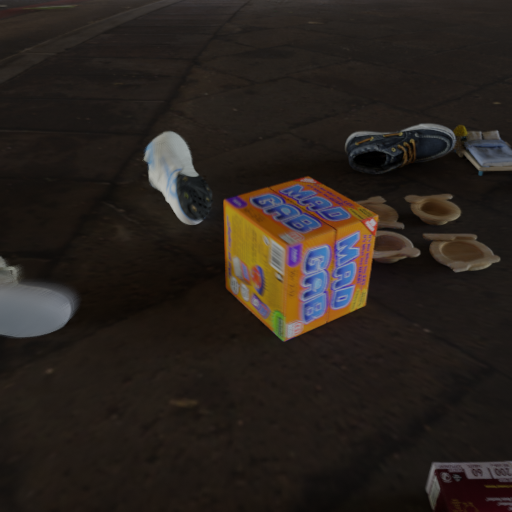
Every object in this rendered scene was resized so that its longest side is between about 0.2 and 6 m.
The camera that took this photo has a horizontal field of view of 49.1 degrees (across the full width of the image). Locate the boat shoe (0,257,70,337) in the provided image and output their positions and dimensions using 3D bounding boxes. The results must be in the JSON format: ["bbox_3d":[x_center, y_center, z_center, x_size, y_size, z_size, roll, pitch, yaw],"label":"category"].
[{"bbox_3d":[-4.047,0.516,8.493,2.733,1.010,1.165,-2,47,9],"label":"boat shoe"}]

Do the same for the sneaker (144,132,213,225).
[{"bbox_3d":[-1.732,-1.550,11.987,1.064,1.072,2.959,29,25,-39],"label":"sneaker"}]

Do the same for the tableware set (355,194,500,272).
[{"bbox_3d":[3.016,-0.521,10.744,2.428,0.337,2.906,-2,33,-4],"label":"tableware set"}]

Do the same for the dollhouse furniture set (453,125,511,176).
[{"bbox_3d":[6.138,-2.747,13.063,2.490,1.625,2.351,-1,32,0],"label":"dollhouse furniture set"}]

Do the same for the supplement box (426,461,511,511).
[{"bbox_3d":[2.316,2.822,5.414,0.886,0.496,1.628,-1,34,-2],"label":"supplement box"}]

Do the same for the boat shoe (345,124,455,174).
[{"bbox_3d":[3.460,-2.457,13.357,2.623,0.928,1.191,-3,32,8],"label":"boat shoe"}]

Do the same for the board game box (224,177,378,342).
[{"bbox_3d":[0.629,-0.029,8.749,1.666,1.667,1.666,-19,37,-29],"label":"board game box"}]
